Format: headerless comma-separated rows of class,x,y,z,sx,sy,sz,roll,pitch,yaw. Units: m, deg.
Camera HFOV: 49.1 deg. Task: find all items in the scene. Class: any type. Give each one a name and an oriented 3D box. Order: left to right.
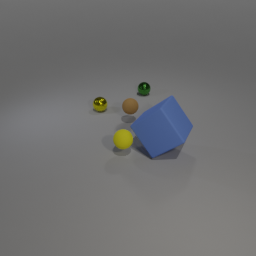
ball,-1.309,-1.118,13.158,0.700,0.700,0.700,0,30,0
ball,-0.172,0.395,9.798,0.700,0.700,0.700,0,30,0
ball,0.097,-0.917,11.851,0.700,0.700,0.700,0,30,0
ball,0.854,-2.092,14.866,0.700,0.700,0.700,0,30,0
cube,1.216,-0.060,9.869,1.400,1.400,1.400,-31,8,33
